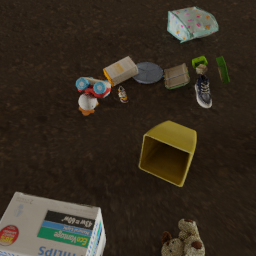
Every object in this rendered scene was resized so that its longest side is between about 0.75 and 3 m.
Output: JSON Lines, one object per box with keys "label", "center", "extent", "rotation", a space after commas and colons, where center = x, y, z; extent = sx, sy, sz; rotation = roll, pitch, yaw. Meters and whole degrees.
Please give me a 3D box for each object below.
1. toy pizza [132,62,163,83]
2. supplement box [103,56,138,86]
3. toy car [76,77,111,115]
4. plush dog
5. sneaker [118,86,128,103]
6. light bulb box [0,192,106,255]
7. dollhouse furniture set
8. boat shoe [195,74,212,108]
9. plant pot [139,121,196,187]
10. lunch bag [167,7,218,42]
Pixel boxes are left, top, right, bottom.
{"label": "toy pizza", "center": [0.879, -2.547, 13.114], "extent": [1.500, 0.238, 1.500], "rotation": [0, 51, 0]}
{"label": "supplement box", "center": [-0.325, -2.595, 12.814], "extent": [1.357, 0.499, 0.855], "rotation": [-28, 54, -5]}
{"label": "toy car", "center": [-1.393, -1.173, 10.875], "extent": [1.288, 1.456, 1.342], "rotation": [12, 14, 3]}
{"label": "plush dog", "center": [1.490, 3.366, 7.789], "extent": [1.159, 1.082, 1.349], "rotation": [-16, 21, 4]}
{"label": "sneaker", "center": [-0.228, -1.454, 12.092], "extent": [0.310, 0.373, 0.828], "rotation": [-17, 52, -14]}
{"label": "light bulb box", "center": [-1.843, 2.915, 7.146], "extent": [2.235, 2.255, 1.407], "rotation": [9, 50, 7]}
{"label": "dollhouse furniture set", "center": [3.025, -2.291, 12.663], "extent": [2.739, 1.057, 1.369], "rotation": [-16, 44, 16]}
{"label": "boat shoe", "center": [3.254, -1.634, 12.012], "extent": [0.586, 0.728, 1.570], "rotation": [-5, 49, -4]}
{"label": "plant pot", "center": [1.488, 0.708, 9.575], "extent": [1.631, 1.631, 1.439], "rotation": [23, 42, 18]}
{"label": "lunch bag", "center": [3.404, -5.397, 14.822], "extent": [1.890, 1.353, 2.218], "rotation": [-18, 46, -16]}
